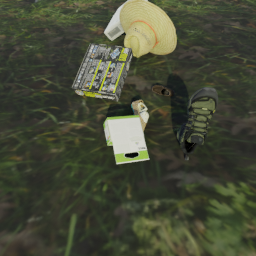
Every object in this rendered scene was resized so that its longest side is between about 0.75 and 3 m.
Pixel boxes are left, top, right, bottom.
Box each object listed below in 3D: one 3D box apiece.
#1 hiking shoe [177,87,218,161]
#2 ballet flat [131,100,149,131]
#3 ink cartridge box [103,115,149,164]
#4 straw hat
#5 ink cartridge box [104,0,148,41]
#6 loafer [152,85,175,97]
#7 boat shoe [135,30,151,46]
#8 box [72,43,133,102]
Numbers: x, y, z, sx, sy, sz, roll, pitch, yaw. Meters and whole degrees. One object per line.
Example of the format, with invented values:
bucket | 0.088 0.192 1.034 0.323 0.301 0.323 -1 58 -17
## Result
hiking shoe | 1.821 -0.073 7.073 0.745 1.967 0.990 6 42 -7
ballet flat | 0.396 -0.443 8.564 0.431 0.466 1.321 -30 42 16
ink cartridge box | -0.066 0.355 7.625 0.959 0.492 1.298 -5 70 -20
straw hat | 0.489 -3.596 11.359 2.927 2.927 1.239 23 71 26
ink cartridge box | 0.097 -5.545 13.450 2.146 0.663 2.645 -23 33 38
loafer | 1.199 -1.318 9.791 0.878 0.320 0.313 18 15 33
boat shoe | 0.518 -4.192 12.894 0.619 0.629 1.774 0 26 -38
box | -0.868 -2.020 9.976 1.641 0.453 2.049 11 67 14
